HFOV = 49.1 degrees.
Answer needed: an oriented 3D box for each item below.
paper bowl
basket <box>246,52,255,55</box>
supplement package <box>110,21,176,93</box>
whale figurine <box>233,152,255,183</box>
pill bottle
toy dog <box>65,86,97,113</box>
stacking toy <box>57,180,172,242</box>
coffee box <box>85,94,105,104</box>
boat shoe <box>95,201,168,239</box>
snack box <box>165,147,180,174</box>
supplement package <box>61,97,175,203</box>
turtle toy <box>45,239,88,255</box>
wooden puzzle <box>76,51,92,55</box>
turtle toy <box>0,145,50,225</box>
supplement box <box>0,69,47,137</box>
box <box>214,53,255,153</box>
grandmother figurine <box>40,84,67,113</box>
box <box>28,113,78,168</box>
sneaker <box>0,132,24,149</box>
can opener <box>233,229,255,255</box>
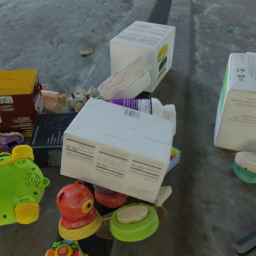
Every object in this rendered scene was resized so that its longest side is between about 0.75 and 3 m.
[{"bbox_3d":[-0.010,-1.732,10.706,1.132,2.176,2.176,51,48,-8],"label":"paper bowl"},{"bbox_3d":[6.221,-3.293,14.218,0.705,0.868,0.876,18,43,27],"label":"basket"},{"bbox_3d":[0.741,-3.474,13.374,2.146,2.162,2.849,16,42,19],"label":"supplement package"},{"bbox_3d":[3.992,1.229,8.884,1.290,0.841,1.621,28,23,35],"label":"whale figurine"},{"bbox_3d":[0.192,-0.226,9.094,2.597,1.460,1.460,-1,39,2],"label":"pill bottle"},{"bbox_3d":[-1.994,-1.395,11.900,1.127,0.823,1.710,6,40,8],"label":"toy dog"},{"bbox_3d":[-0.310,1.604,7.147,2.441,1.139,2.696,-2,19,26],"label":"stacking toy"},{"bbox_3d":[-0.318,-0.674,11.231,2.509,0.552,1.542,28,47,29],"label":"coffee box"},{"bbox_3d":[0.041,2.389,7.454,1.954,0.703,0.660,-13,20,-7],"label":"boat shoe"},{"bbox_3d":[0.650,0.919,9.281,1.659,0.561,1.399,29,48,32],"label":"snack box"},{"bbox_3d":[-0.202,0.491,7.325,2.467,1.368,1.922,17,34,4],"label":"supplement package"},{"bbox_3d":[-1.384,3.117,6.497,0.970,0.673,1.331,-29,48,-31],"label":"turtle toy"},{"bbox_3d":[-2.496,-4.315,16.065,0.866,0.101,0.584,1,35,1],"label":"wooden puzzle"},{"bbox_3d":[-3.531,1.758,7.512,2.859,1.445,2.083,-10,64,-9],"label":"turtle toy"},{"bbox_3d":[-4.265,-0.859,10.240,2.054,2.082,1.383,-3,39,-4],"label":"supplement box"},{"bbox_3d":[4.771,-0.852,9.913,2.886,2.472,2.872,10,40,14],"label":"box"},{"bbox_3d":[-3.920,-1.391,11.934,2.671,0.809,1.620,15,43,16],"label":"grandmother figurine"},{"bbox_3d":[-2.305,0.384,9.510,1.662,1.048,1.690,0,42,-3],"label":"box"},{"bbox_3d":[-4.402,0.491,9.848,1.368,0.552,0.571,-8,46,-10],"label":"sneaker"},{"bbox_3d":[3.510,2.723,7.209,2.150,0.566,0.715,-20,8,-25],"label":"can opener"}]
